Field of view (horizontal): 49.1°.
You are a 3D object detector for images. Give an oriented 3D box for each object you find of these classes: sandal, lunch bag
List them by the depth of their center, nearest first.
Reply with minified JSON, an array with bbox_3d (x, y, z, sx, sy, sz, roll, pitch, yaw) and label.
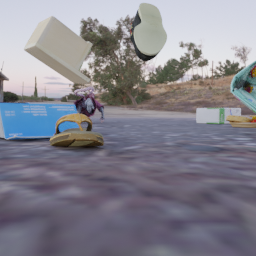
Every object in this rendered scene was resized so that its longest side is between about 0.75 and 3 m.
[{"bbox_3d":[-0.720,0.016,3.867,0.656,0.441,1.634,-1,3,-11],"label":"sandal"},{"bbox_3d":[3.896,-0.791,6.230,2.958,1.804,2.520,3,6,28],"label":"lunch bag"}]

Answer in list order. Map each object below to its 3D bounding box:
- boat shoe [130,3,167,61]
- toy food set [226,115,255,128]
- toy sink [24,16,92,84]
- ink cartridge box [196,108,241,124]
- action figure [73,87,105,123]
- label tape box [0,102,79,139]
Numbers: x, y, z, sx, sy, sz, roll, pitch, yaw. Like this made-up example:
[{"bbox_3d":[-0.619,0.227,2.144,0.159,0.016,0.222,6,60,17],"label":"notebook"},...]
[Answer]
[{"bbox_3d":[0.524,-2.597,7.871,0.915,2.500,0.784,13,-44,-11],"label":"boat shoe"},{"bbox_3d":[4.422,-0.245,9.847,1.742,0.424,1.725,1,3,33],"label":"toy food set"},{"bbox_3d":[-2.326,-2.812,10.362,2.356,1.320,1.535,33,-10,-33],"label":"toy sink"},{"bbox_3d":[4.445,-0.594,13.700,1.823,0.765,1.320,-2,3,-37],"label":"ink cartridge box"},{"bbox_3d":[-2.279,-1.186,14.608,1.911,2.124,2.852,-6,16,6],"label":"action figure"},{"bbox_3d":[-1.832,-0.169,5.410,1.491,0.688,2.082,-2,2,-41],"label":"label tape box"}]
